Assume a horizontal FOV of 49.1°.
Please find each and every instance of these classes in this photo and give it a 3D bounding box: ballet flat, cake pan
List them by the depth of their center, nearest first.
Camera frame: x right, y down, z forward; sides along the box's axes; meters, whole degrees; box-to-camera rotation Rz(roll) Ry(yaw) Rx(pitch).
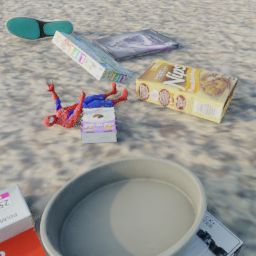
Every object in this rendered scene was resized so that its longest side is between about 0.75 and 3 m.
[{"bbox_3d":[-0.055,1.394,4.716,2.717,0.498,2.717,-10,24,4],"label":"cake pan"},{"bbox_3d":[-3.812,-4.370,12.327,2.832,0.983,0.983,-3,38,-11],"label":"ballet flat"}]

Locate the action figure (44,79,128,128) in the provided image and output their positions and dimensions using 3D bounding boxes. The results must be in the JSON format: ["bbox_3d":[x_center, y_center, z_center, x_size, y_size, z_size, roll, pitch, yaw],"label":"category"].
[{"bbox_3d":[-1.187,-0.869,7.580,2.542,1.258,0.829,-32,48,-30],"label":"action figure"}]

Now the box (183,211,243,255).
[{"bbox_3d":[0.864,2.050,4.416,1.681,0.505,0.981,-24,45,-28],"label":"box"}]

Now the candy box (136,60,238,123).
[{"bbox_3d":[1.711,-1.174,8.293,2.590,0.716,1.495,20,44,22],"label":"candy box"}]

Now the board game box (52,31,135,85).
[{"bbox_3d":[-0.781,-1.583,6.390,1.681,0.288,1.130,42,23,25],"label":"board game box"}]

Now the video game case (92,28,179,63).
[{"bbox_3d":[0.284,-3.452,11.548,2.927,0.278,2.091,-19,42,-23],"label":"video game case"}]

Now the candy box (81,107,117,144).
[{"bbox_3d":[-0.744,-0.088,7.217,0.871,0.371,1.038,-3,39,-3],"label":"candy box"}]

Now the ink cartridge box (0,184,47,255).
[{"bbox_3d":[-2.485,1.943,4.650,1.852,0.403,1.607,-22,42,-25],"label":"ink cartridge box"}]
